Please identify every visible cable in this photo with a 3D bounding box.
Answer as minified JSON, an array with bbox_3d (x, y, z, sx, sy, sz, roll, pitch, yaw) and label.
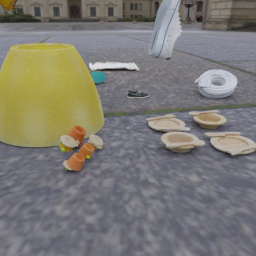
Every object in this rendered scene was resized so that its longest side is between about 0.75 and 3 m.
[{"bbox_3d":[3.194,-1.582,10.070,1.316,0.456,1.316,27,55,29],"label":"cable"}]

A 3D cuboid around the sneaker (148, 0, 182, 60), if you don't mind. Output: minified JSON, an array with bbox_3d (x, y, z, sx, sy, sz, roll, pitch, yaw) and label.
[{"bbox_3d":[0.868,-2.143,5.831,0.519,1.466,0.535,13,14,-24],"label":"sneaker"}]

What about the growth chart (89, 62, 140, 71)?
[{"bbox_3d":[-0.790,-3.295,14.918,2.684,0.238,1.942,-1,22,-2],"label":"growth chart"}]

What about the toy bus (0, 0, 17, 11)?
[{"bbox_3d":[-3.427,-3.514,6.666,1.588,0.517,0.622,43,40,-8],"label":"toy bus"}]

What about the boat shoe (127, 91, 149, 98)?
[{"bbox_3d":[0.362,-1.196,9.894,0.763,0.258,0.274,2,21,0],"label":"boat shoe"}]

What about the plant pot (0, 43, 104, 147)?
[{"bbox_3d":[-2.096,-1.056,7.207,2.903,2.060,2.903,0,23,0],"label":"plant pot"}]

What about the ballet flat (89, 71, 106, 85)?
[{"bbox_3d":[-1.655,-2.005,11.499,0.598,0.598,1.690,19,29,38],"label":"ballet flat"}]

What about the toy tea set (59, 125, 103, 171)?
[{"bbox_3d":[-1.085,0.461,5.854,0.802,0.499,1.349,35,24,0],"label":"toy tea set"}]

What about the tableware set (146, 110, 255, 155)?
[{"bbox_3d":[1.688,0.056,6.837,2.149,0.299,2.573,-4,23,-9],"label":"tableware set"}]
